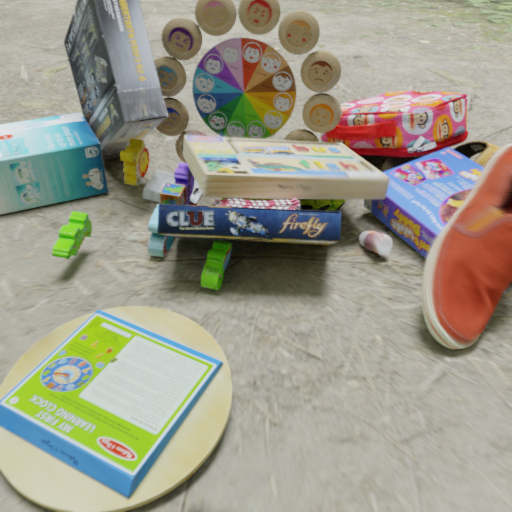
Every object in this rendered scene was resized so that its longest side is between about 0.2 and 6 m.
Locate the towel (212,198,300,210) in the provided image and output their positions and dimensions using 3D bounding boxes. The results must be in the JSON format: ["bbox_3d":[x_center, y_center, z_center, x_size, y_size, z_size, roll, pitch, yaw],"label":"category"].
[{"bbox_3d":[0.037,-0.833,9.348,1.410,0.211,1.032,3,0,6],"label":"towel"}]

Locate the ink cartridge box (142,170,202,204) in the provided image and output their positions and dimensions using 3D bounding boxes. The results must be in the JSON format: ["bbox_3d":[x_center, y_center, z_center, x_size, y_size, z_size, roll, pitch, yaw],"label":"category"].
[{"bbox_3d":[-1.682,-1.356,11.639,1.115,0.264,0.892,17,35,1],"label":"ink cartridge box"}]

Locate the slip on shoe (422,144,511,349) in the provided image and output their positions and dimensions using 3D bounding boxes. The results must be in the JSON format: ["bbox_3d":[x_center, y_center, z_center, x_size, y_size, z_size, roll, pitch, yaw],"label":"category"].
[{"bbox_3d":[3.364,-0.229,7.895,1.231,3.324,1.017,33,-10,-12],"label":"slip on shoe"}]

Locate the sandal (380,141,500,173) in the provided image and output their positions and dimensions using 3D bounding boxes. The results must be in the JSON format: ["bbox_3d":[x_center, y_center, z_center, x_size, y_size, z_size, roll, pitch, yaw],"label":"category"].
[{"bbox_3d":[4.438,-1.926,11.760,3.523,0.951,1.415,4,34,6],"label":"sandal"}]

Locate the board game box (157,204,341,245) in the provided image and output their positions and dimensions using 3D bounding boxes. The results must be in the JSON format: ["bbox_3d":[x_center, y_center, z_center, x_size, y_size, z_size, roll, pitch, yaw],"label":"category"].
[{"bbox_3d":[-0.084,-0.491,9.197,2.727,0.472,1.847,3,0,1],"label":"board game box"}]

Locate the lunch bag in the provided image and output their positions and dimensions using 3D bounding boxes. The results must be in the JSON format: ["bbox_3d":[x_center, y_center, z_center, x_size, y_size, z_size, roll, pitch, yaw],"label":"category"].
[{"bbox_3d":[2.891,-2.889,12.385,2.614,1.216,2.967,-24,25,-38],"label":"lunch bag"}]

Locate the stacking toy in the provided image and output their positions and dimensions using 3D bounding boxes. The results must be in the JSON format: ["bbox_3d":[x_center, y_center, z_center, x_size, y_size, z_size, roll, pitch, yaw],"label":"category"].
[{"bbox_3d":[-1.556,-0.822,10.266,2.800,0.872,3.713,10,41,7],"label":"stacking toy"}]

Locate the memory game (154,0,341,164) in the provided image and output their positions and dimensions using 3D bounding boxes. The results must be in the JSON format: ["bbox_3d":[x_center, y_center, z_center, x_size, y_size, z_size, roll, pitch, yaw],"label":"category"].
[{"bbox_3d":[-0.232,-3.136,10.949,3.906,3.906,0.249,3,32,5],"label":"memory game"}]

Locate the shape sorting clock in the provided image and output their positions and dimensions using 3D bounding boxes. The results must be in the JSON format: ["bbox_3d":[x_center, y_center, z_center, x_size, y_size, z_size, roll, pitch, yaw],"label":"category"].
[{"bbox_3d":[-1.703,1.707,6.768,2.834,0.556,2.834,1,39,-1],"label":"shape sorting clock"}]

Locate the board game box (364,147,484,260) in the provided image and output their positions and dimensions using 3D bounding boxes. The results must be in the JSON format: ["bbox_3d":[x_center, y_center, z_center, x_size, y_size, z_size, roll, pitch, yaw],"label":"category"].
[{"bbox_3d":[3.597,-0.755,9.928,2.018,0.672,3.002,-22,41,-15],"label":"board game box"}]

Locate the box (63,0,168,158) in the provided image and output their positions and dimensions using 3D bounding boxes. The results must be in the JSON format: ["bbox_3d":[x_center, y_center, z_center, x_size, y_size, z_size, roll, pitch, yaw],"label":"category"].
[{"bbox_3d":[-2.991,-3.725,11.512,0.851,2.788,3.520,-16,5,-24],"label":"box"}]

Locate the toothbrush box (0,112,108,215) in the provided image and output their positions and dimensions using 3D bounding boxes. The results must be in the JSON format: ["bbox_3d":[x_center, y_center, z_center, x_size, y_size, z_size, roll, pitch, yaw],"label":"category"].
[{"bbox_3d":[-4.705,-1.922,11.562,2.763,1.178,2.023,-16,37,-19],"label":"toothbrush box"}]

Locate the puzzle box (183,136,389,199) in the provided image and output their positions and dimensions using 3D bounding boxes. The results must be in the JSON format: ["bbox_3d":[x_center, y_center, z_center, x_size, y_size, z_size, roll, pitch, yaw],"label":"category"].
[{"bbox_3d":[0.455,-1.613,10.073,3.268,0.415,2.174,-1,27,-18],"label":"puzzle box"}]

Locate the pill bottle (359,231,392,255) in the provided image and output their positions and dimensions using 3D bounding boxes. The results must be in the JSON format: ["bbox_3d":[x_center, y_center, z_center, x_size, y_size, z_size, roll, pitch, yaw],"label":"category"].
[{"bbox_3d":[2.067,-0.245,9.741,0.338,0.338,0.592,-13,17,-18],"label":"pill bottle"}]

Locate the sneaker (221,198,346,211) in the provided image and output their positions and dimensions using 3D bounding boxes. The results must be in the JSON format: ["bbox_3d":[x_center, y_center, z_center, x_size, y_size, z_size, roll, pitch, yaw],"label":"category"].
[{"bbox_3d":[0.533,-1.186,10.549,2.452,0.908,1.025,-4,54,-10],"label":"sneaker"}]
